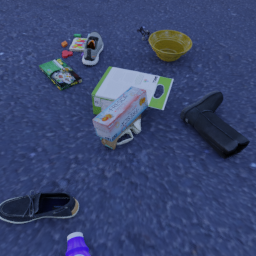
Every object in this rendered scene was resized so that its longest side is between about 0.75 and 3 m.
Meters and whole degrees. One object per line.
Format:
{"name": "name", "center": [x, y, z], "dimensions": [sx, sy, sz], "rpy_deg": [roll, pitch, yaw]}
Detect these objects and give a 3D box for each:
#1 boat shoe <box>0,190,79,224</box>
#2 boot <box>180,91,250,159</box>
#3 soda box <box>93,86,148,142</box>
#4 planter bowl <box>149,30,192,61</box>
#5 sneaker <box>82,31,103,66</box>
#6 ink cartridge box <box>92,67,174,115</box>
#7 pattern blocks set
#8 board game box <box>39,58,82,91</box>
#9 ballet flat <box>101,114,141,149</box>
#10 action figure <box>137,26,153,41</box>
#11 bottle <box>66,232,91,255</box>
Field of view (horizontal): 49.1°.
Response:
{"name": "boat shoe", "center": [-2.591, 2.206, 8.014], "dimensions": [2.310, 0.719, 0.862], "rpy_deg": [-2, 48, 0]}
{"name": "boot", "center": [3.449, -0.195, 10.241], "dimensions": [2.018, 0.804, 2.449], "rpy_deg": [-31, 48, -13]}
{"name": "soda box", "center": [-0.145, -0.390, 6.997], "dimensions": [0.509, 0.548, 1.601], "rpy_deg": [21, 49, 33]}
{"name": "planter bowl", "center": [2.030, -3.915, 13.830], "dimensions": [2.113, 0.880, 2.113], "rpy_deg": [2, 49, -2]}
{"name": "sneaker", "center": [-1.706, -4.146, 13.929], "dimensions": [0.903, 0.969, 2.444], "rpy_deg": [6, 48, -4]}
{"name": "ink cartridge box", "center": [0.211, -1.278, 11.177], "dimensions": [2.775, 1.051, 2.051], "rpy_deg": [13, 47, 11]}
{"name": "pattern blocks set", "center": [-2.525, -4.416, 14.829], "dimensions": [2.004, 0.185, 2.280], "rpy_deg": [-4, 46, -4]}
{"name": "board game box", "center": [-3.134, -2.525, 12.957], "dimensions": [1.126, 0.252, 2.149], "rpy_deg": [-29, 52, -23]}
{"name": "ballet flat", "center": [-0.028, 0.051, 10.203], "dimensions": [0.775, 0.727, 2.143], "rpy_deg": [43, 58, 10]}
{"name": "action figure", "center": [1.023, -4.994, 15.112], "dimensions": [1.180, 0.602, 0.701], "rpy_deg": [16, -1, -39]}
{"name": "bottle", "center": [-1.179, 3.470, 6.868], "dimensions": [0.733, 0.573, 1.756], "rpy_deg": [-10, 47, -11]}
